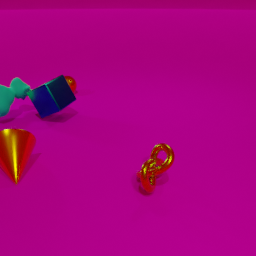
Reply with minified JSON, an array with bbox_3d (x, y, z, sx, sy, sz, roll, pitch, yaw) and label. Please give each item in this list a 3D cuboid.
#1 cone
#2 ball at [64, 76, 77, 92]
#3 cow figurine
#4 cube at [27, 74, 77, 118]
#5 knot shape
[{"bbox_3d":[-2.679,0.836,6.573,1.175,1.175,1.180,-10,54,-19],"label":"cone"},{"bbox_3d":[-2.562,-1.812,11.833,0.791,0.791,0.791,0,26,0],"label":"ball"},{"bbox_3d":[-4.031,-1.001,9.421,1.540,0.859,1.565,13,59,-28],"label":"cow figurine"},{"bbox_3d":[-2.525,-1.054,9.339,0.972,0.972,0.972,-16,20,33],"label":"cube"},{"bbox_3d":[0.557,0.902,6.163,0.511,1.035,1.106,34,69,5],"label":"knot shape"}]
